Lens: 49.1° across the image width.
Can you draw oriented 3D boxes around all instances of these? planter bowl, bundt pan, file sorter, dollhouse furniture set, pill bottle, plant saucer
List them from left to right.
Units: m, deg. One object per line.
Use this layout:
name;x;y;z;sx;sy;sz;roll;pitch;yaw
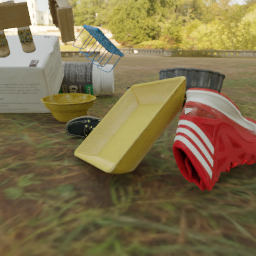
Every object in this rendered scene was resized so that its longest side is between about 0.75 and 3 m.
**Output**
dollhouse furniture set;-2.153;-2.327;5.923;1.782;1.637;1.160;-16;53;-16
planter bowl;-1.984;-0.651;9.509;1.824;0.760;1.824;1;18;0
pill bottle;-2.140;-2.352;13.468;2.883;1.631;1.631;0;17;1
file sorter;-0.864;-2.225;7.971;1.163;0.714;0.807;37;-3;-44
plant saucer;0.059;-0.009;5.827;2.244;0.544;2.244;-51;22;-14
bundt pan;2.631;-1.777;11.883;2.797;1.050;2.797;6;1;0

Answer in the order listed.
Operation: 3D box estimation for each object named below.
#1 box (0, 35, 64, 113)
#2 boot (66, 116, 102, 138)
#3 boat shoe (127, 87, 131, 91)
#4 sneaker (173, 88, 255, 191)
box;-4.263;-2.177;10.891;2.974;1.944;2.958;0;39;-1
boot;-0.918;0.127;7.291;1.619;0.584;1.223;1;18;0
boat shoe;0.696;-1.478;12.424;1.930;0.597;0.723;17;24;42
sneaker;1.894;0.533;5.520;2.838;1.640;1.112;28;-7;-25
